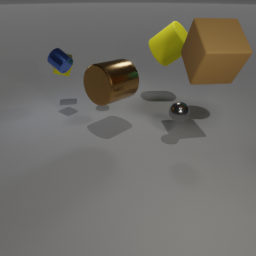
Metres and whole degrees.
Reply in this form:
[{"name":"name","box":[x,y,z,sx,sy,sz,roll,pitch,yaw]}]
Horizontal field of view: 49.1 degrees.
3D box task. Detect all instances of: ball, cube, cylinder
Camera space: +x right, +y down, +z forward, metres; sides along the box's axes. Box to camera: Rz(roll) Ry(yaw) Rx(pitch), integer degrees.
[{"name":"ball","box":[1.735,-0.536,9.480,0.700,0.700,0.700,0,28,0]},{"name":"cube","box":[2.578,-2.288,8.449,1.400,1.400,1.400,-3,61,-10]},{"name":"cylinder","box":[1.866,-3.660,12.248,1.400,1.400,1.400,-29,10,34]},{"name":"cube","box":[-2.849,-2.789,12.226,0.700,0.700,0.700,8,48,-26]},{"name":"cylinder","box":[-2.579,-2.566,10.686,0.700,0.700,0.700,40,39,10]},{"name":"cylinder","box":[-0.570,-1.598,9.662,1.400,1.400,1.400,22,32,36]}]
